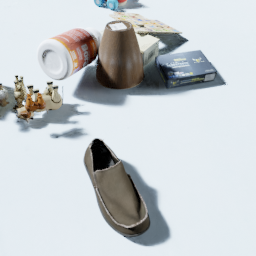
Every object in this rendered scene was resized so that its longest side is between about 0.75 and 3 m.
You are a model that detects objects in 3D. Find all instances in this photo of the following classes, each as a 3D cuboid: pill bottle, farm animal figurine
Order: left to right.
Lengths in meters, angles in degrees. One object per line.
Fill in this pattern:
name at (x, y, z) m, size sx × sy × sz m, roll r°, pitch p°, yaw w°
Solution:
farm animal figurine at (-2.979, -0.732, 7.841) m, size 1.996 × 1.004 × 1.612 m, roll 11°, pitch 31°, yaw 14°
pill bottle at (-1.657, -2.392, 8.641) m, size 1.203 × 1.203 × 2.145 m, roll 21°, pitch 39°, yaw 17°

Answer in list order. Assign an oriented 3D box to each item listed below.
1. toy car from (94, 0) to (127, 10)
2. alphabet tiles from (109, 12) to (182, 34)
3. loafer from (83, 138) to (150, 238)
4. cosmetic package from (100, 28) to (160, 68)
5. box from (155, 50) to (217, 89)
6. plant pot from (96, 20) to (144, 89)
toy car at (-0.686, -6.249, 12.204) m, size 1.384 × 1.564 × 1.442 m, roll 24°, pitch 53°, yaw 20°
alphabet tiles at (0.553, -4.087, 10.825) m, size 2.088 × 0.094 × 2.498 m, roll -11°, pitch 40°, yaw -31°
loafer at (-0.377, 1.192, 6.092) m, size 0.909 × 0.889 × 2.492 m, roll -24°, pitch 53°, yaw -20°
cosmetic package at (0.016, -2.936, 9.853) m, size 1.954 × 0.714 × 1.011 m, roll 29°, pitch 53°, yaw 22°
box at (1.843, -1.953, 9.173) m, size 1.659 × 0.423 × 1.308 m, roll -10°, pitch 48°, yaw -9°
plant pot at (-0.260, -2.311, 8.554) m, size 1.572 × 1.682 × 1.572 m, roll 0°, pitch 43°, yaw 0°
